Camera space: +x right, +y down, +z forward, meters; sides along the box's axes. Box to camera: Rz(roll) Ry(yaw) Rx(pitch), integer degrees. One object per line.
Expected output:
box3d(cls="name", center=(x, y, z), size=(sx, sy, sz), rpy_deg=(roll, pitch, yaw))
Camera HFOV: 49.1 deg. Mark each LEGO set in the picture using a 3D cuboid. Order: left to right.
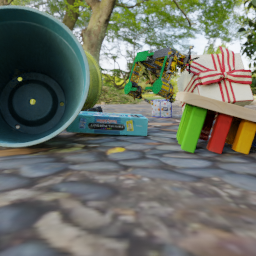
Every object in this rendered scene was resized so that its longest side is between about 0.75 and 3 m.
box3d(cls="LEGO set", center=(1.267, -1.799, 10.212), size=(1.601, 2.125, 2.764), rpy_deg=(18, -12, -32))

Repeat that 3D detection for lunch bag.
box3d(cls="lunch bag", center=(1.946, -1.112, 15.890), size=(1.205, 1.025, 0.746), rpy_deg=(7, 14, 41))

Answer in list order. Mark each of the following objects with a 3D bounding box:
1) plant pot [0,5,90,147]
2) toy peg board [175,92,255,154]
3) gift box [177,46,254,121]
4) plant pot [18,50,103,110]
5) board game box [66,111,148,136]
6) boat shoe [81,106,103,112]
box3d(cls="plant pot", center=(-2.401, -0.862, 6.688), size=(2.836, 2.836, 2.665), rpy_deg=(-1, -8, -11))
box3d(cls="toy peg board", center=(2.124, 0.032, 6.221), size=(2.295, 1.127, 2.305), rpy_deg=(16, 9, 4))
box3d(cls="gift box", center=(3.197, -1.715, 10.978), size=(2.321, 2.516, 2.349), rpy_deg=(-10, -17, -10))
box3d(cls="plant pot", center=(-2.616, -1.643, 10.237), size=(2.514, 2.514, 2.312), rpy_deg=(4, 14, 32))
box3d(cls="board game box", center=(-0.631, -0.164, 8.689), size=(2.289, 0.537, 1.728), rpy_deg=(3, 6, -4))
box3d(cls="boat shoe", center=(-1.916, -0.430, 10.449), size=(2.141, 0.666, 0.799), rpy_deg=(-6, -4, 5))
